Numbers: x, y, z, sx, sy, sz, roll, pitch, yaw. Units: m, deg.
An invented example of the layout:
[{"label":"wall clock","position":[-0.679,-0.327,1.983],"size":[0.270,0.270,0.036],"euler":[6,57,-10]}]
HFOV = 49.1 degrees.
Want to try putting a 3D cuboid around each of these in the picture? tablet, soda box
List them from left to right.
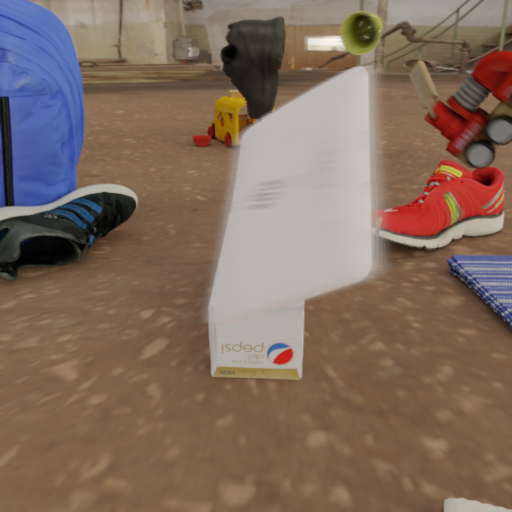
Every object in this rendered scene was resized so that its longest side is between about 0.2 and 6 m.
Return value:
[{"label":"soda box","position":[0.040,0.328,6.914],"size":[0.983,0.918,2.885],"euler":[1,22,1]},{"label":"tablet","position":[0.310,-0.581,4.860],"size":[1.505,0.158,2.313],"euler":[-22,45,35]}]

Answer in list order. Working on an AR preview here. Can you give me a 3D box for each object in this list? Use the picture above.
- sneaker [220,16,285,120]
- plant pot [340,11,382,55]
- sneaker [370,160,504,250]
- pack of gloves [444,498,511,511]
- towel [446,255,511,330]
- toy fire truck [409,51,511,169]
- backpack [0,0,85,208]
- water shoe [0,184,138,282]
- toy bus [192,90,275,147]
[{"label":"sneaker","position":[-0.115,-3.852,11.550],"size":[1.250,2.755,1.046],"euler":[4,65,-2]},{"label":"plant pot","position":[2.009,-4.176,10.357],"size":[0.744,0.744,0.684],"euler":[10,33,22]},{"label":"sneaker","position":[3.018,-0.952,9.479],"size":[3.106,1.319,1.196],"euler":[-14,25,-31]},{"label":"pack of gloves","position":[2.082,1.972,1.986],"size":[3.053,0.717,3.634],"euler":[-5,15,25]},{"label":"towel","position":[3.690,0.515,7.448],"size":[1.593,0.262,2.201],"euler":[0,24,-7]},{"label":"toy fire truck","position":[3.502,-2.708,9.274],"size":[1.977,1.740,1.272],"euler":[37,36,4]},{"label":"backpack","position":[-5.131,-1.870,8.593],"size":[4.805,3.905,4.032],"euler":[1,46,-21]},{"label":"water shoe","position":[-2.913,-0.306,8.791],"size":[2.813,1.006,1.110],"euler":[-23,57,-42]},{"label":"toy bus","position":[-0.560,-4.351,17.474],"size":[2.975,1.537,2.807],"euler":[8,24,18]}]
